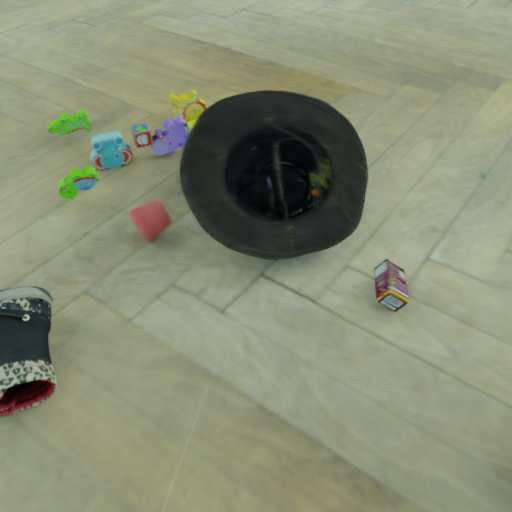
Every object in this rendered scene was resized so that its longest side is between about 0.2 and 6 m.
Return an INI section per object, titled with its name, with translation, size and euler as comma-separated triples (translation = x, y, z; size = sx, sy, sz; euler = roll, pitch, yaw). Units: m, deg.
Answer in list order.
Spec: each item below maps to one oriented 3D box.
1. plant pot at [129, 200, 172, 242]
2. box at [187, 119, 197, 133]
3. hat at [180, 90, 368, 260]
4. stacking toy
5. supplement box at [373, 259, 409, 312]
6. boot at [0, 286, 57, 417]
[plant pot]
translation = -2.088, -0.744, 11.243
size = 0.649, 0.733, 0.733
euler = -30, 47, -2
[box]
translation = -0.900, -3.279, 14.296
size = 1.524, 0.363, 0.929
euler = -20, 46, -12
[hat]
translation = 0.282, -1.515, 11.316
size = 3.768, 1.520, 3.768
euler = 3, 80, -14
[stacking toy]
translation = -2.800, -2.632, 13.379
size = 4.033, 0.948, 3.040
euler = -14, 43, -12
[supplement box]
translation = 2.437, 0.530, 10.146
size = 0.466, 0.362, 0.845
euler = 30, 39, -19
[boot]
translation = -4.439, 1.591, 8.727
size = 2.620, 0.946, 1.979
euler = -15, 47, -15
